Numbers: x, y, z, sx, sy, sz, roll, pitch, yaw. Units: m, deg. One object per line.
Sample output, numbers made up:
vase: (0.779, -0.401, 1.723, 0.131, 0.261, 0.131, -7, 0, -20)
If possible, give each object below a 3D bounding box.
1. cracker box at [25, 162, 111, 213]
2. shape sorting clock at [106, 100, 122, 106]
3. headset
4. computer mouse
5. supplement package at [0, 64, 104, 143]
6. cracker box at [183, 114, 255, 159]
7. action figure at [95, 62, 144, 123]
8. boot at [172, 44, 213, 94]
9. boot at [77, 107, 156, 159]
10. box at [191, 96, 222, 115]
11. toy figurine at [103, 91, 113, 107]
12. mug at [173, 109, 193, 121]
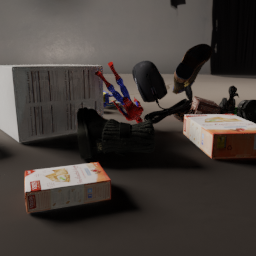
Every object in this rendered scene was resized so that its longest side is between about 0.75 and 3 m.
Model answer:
cracker box: (-1.085, 1.002, 4.958, 1.393, 0.402, 0.933, -6, 15, -19)
shape sorting clock: (-0.776, -1.371, 15.087, 1.251, 0.245, 1.251, 0, 14, 0)
headset: (4.350, -0.902, 11.008, 1.655, 1.259, 2.680, 9, 5, 35)
computer mouse: (1.199, -1.580, 9.933, 1.891, 2.693, 0.620, -16, -26, 6)
supplement package: (-2.623, -1.011, 9.421, 2.911, 2.193, 2.209, -10, 17, -36)
cracker box: (2.681, 0.141, 7.875, 1.617, 0.696, 2.414, -1, 13, -6)
action figure: (-0.225, -1.160, 9.758, 0.803, 2.462, 1.218, -35, 28, 0)
boot: (2.408, -2.304, 10.844, 0.868, 1.126, 2.323, 37, 62, 14)
boot: (-0.361, 0.048, 7.584, 1.899, 0.956, 2.540, -9, 25, -6)
box: (3.129, -0.797, 11.466, 0.910, 0.681, 1.818, 16, 17, 2)
toy figurine: (-1.503, -1.774, 14.234, 1.756, 1.546, 2.931, -2, 14, -24)
mug: (2.262, -0.629, 11.532, 0.729, 0.970, 1.093, -35, 4, 11)
